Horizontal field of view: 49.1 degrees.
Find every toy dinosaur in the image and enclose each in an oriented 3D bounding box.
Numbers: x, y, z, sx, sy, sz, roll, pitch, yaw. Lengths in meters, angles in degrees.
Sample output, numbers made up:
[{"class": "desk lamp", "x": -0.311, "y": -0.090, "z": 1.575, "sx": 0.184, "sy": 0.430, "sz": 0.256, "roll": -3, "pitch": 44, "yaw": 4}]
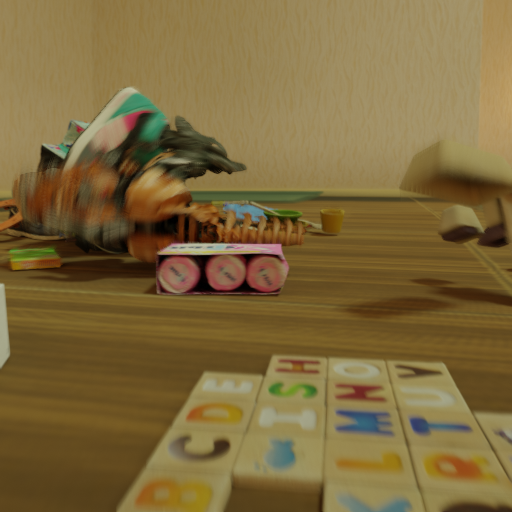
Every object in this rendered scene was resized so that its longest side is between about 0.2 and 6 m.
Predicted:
[{"class": "toy dinosaur", "x": -1.592, "y": -0.664, "z": 9.224, "sx": 4.590, "sy": 2.345, "sz": 3.115, "roll": 31, "pitch": 27, "yaw": 7}]

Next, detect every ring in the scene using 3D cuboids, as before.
[{"class": "ring", "x": -6.267, "y": -0.820, "z": 13.264, "sx": 2.197, "sy": 0.211, "sz": 2.197, "roll": -10, "pitch": 29, "yaw": 6}]

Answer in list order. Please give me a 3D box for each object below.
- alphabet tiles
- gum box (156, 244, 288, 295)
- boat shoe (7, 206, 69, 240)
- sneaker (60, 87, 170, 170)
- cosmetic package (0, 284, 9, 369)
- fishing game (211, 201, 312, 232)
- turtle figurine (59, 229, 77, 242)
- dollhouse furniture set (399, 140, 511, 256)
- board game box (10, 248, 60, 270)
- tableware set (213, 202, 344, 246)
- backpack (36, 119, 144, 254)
[{"class": "alphabet tiles", "x": 0.629, "y": 1.087, "z": 3.221, "sx": 2.341, "sy": 0.106, "sz": 2.801, "roll": 1, "pitch": 9, "yaw": 8}, {"class": "gum box", "x": -0.413, "y": 0.166, "z": 7.656, "sx": 1.709, "sy": 0.565, "sz": 0.970, "roll": 0, "pitch": 8, "yaw": 3}, {"class": "boat shoe", "x": -5.099, "y": -0.863, "z": 13.552, "sx": 2.666, "sy": 0.836, "sz": 0.969, "roll": 6, "pitch": 10, "yaw": 32}, {"class": "sneaker", "x": -2.377, "y": -1.771, "z": 10.199, "sx": 1.478, "sy": 2.448, "sz": 1.024, "roll": 31, "pitch": -13, "yaw": 8}, {"class": "cosmetic package", "x": -2.555, "y": 0.649, "z": 4.153, "sx": 1.124, "sy": 0.691, "sz": 1.120, "roll": 0, "pitch": 9, "yaw": -12}, {"class": "fishing game", "x": 0.065, "y": -1.066, "z": 15.885, "sx": 2.892, "sy": 0.450, "sz": 2.071, "roll": 22, "pitch": 22, "yaw": 37}, {"class": "turtle figurine", "x": -3.936, "y": -0.730, "z": 12.500, "sx": 0.974, "sy": 1.005, "sz": 0.723, "roll": 23, "pitch": -14, "yaw": 15}, {"class": "dollhouse furniture set", "x": 2.501, "y": -0.147, "z": 6.639, "sx": 2.401, "sy": 1.704, "sz": 1.902, "roll": 7, "pitch": -20, "yaw": -32}, {"class": "board game box", "x": -3.885, "y": 0.033, "z": 9.773, "sx": 0.734, "sy": 0.230, "sz": 1.536, "roll": -4, "pitch": 11, "yaw": -24}, {"class": "tableware set", "x": 0.236, "y": -0.787, "z": 13.236, "sx": 4.130, "sy": 0.634, "sz": 2.782, "roll": -5, "pitch": 14, "yaw": -30}, {"class": "backpack", "x": -3.030, "y": -1.478, "z": 12.097, "sx": 2.768, "sy": 2.348, "sz": 3.118, "roll": 32, "pitch": 7, "yaw": 6}]
